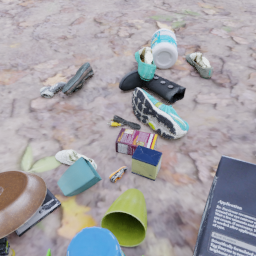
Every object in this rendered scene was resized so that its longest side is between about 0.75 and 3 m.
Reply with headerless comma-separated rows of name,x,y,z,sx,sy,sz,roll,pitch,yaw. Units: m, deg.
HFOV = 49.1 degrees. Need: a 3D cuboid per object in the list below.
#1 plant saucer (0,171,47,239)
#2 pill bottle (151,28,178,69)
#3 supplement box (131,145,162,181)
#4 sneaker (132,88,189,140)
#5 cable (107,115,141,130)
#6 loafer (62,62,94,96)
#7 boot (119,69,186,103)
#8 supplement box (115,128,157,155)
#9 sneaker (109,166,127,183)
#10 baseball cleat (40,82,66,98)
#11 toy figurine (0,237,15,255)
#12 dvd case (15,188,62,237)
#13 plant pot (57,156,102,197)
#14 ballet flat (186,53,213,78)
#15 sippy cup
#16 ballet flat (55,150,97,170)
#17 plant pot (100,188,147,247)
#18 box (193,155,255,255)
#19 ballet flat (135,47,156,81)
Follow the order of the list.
plant saucer,-3.885,2.100,8.244,2.885,0.528,2.885,-10,29,6
pill bottle,1.889,-4.327,14.845,1.373,1.373,2.479,3,44,3
supplement box,0.634,1.192,9.542,0.896,0.895,0.601,17,47,17
sneaker,1.222,-0.600,11.466,1.179,1.148,2.961,-17,51,-39
cable,-0.154,-0.182,11.503,1.392,0.350,0.676,15,28,-1
loafer,-2.225,-2.221,13.168,0.842,0.737,2.343,-17,34,39
boot,1.102,-1.798,12.758,2.031,0.809,2.464,-35,59,-28
supplement box,0.310,0.571,10.383,1.417,0.607,0.782,11,46,11
sneaker,-0.300,1.594,9.611,0.766,0.300,0.296,-33,71,-28
baseball cleat,-3.392,-1.714,12.916,1.267,0.442,0.674,-20,53,-6
toy figurine,-3.935,3.314,7.379,1.437,1.015,1.459,29,49,19
dvd case,-3.020,2.485,8.736,1.498,0.185,1.126,-35,55,-30
plant pot,-1.609,1.633,8.990,1.151,0.813,0.814,-37,70,-3
ballet flat,3.706,-3.438,14.385,0.788,0.745,2.339,-12,45,-12
sippy cup,-0.798,3.310,6.864,2.205,1.616,1.732,-23,48,-21
ballet flat,-1.852,1.064,9.931,1.682,0.584,0.584,19,48,19
plant pot,0.024,2.448,8.164,1.293,1.293,1.382,10,28,10
box,2.542,2.662,6.752,1.612,2.700,2.746,16,46,17
ballet flat,0.895,-3.254,13.237,0.918,0.960,2.727,14,36,-14
